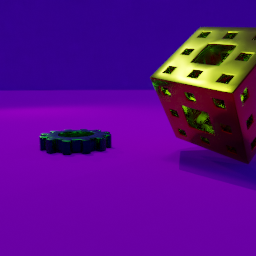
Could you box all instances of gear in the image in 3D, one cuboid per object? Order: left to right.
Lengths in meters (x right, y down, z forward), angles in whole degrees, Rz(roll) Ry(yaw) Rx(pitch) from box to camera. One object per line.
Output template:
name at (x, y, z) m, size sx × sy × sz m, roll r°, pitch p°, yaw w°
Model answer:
gear at (-0.974, 0.233, 5.279) m, size 1.313 × 0.243 × 1.313 m, roll 0°, pitch 8°, yaw 0°

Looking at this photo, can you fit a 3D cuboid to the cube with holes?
cube with holes at (1.470, -0.575, 4.348) m, size 1.366 × 1.366 × 1.366 m, roll -46°, pitch 41°, yaw -20°
